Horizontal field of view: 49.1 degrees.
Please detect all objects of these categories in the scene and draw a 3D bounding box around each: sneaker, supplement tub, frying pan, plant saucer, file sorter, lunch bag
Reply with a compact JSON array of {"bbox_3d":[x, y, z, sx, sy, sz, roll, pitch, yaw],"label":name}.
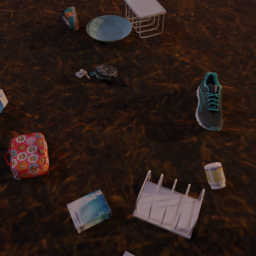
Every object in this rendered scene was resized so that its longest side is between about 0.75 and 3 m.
[{"bbox_3d":[3.382,-1.177,11.532,1.093,1.285,2.818,1,52,1],"label":"sneaker"},{"bbox_3d":[2.988,1.630,9.583,0.575,0.575,0.791,-16,91,-12],"label":"supplement tub"},{"bbox_3d":[-0.843,-2.447,13.055,1.119,0.301,1.851,-15,48,-31],"label":"frying pan"},{"bbox_3d":[-3.309,-6.128,15.886,0.821,0.734,2.056,-14,49,-1],"label":"sneaker"},{"bbox_3d":[-1.029,-5.318,15.337,2.489,0.479,2.489,0,51,-1],"label":"plant saucer"},{"bbox_3d":[0.884,-6.219,15.487,1.511,1.355,2.177,-18,54,-14],"label":"file sorter"},{"bbox_3d":[-3.695,1.003,10.180,1.473,0.685,1.672,-12,52,-9],"label":"lunch bag"},{"bbox_3d":[1.284,2.326,8.826,1.904,1.185,1.321,18,53,14],"label":"file sorter"}]

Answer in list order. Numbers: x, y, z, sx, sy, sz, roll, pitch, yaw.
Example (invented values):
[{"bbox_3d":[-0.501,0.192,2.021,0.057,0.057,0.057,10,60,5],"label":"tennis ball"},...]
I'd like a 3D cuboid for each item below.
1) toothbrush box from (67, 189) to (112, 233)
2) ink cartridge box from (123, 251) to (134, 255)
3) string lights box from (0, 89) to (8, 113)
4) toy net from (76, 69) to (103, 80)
[{"bbox_3d":[-1.239,2.653,8.988,1.179,0.503,0.863,-23,55,-17],"label":"toothbrush box"},{"bbox_3d":[0.202,4.212,7.912,1.142,0.326,0.928,21,54,21],"label":"ink cartridge box"},{"bbox_3d":[-6.219,-0.446,11.240,1.416,0.812,2.755,10,52,8],"label":"string lights box"},{"bbox_3d":[-1.764,-2.648,13.338,1.482,0.286,0.777,9,52,7],"label":"toy net"}]
